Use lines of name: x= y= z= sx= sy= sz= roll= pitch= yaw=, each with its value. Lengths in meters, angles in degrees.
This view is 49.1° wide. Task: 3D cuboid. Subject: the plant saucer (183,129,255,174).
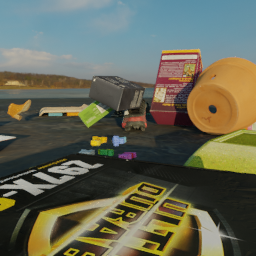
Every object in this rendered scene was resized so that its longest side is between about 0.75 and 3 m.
plant saucer: x=2.481 y=0.470 z=4.718 sx=2.462 sy=0.590 sz=2.459 roll=6 pitch=10 yaw=38

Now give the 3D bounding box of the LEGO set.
LEGO set: x=-0.491 y=0.399 z=5.720 sx=1.230 sy=0.469 sz=0.505 roll=1 pitch=8 yaw=16

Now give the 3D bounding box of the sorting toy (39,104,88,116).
sorting toy: x=-3.593 y=-0.946 z=15.732 sx=2.640 sy=0.482 sz=2.444 roll=-7 pitch=9 yaw=-15

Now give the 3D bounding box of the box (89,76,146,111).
box: x=-0.354 y=-1.165 z=9.146 sx=1.273 sy=0.760 sz=1.295 roll=27 pitch=22 yaw=29

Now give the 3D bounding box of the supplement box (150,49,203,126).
supplement box: x=1.959 y=-1.591 z=10.992 sx=1.543 sy=2.797 sz=1.198 roll=4 pitch=-23 yaw=23

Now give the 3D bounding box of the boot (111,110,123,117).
boot: x=-0.559 y=-0.963 z=14.511 sx=0.361 sy=0.743 sz=0.987 roll=5 pitch=9 yaw=33

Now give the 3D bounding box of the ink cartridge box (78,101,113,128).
ink cartridge box: x=-1.232 y=-0.703 z=10.960 sx=1.270 sy=0.651 sz=1.719 roll=-36 pitch=8 yaw=-3

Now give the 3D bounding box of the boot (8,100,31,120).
boot: x=-4.404 y=-0.852 z=11.263 sx=0.690 sy=0.963 sz=0.339 roll=32 pitch=-2 yaw=16

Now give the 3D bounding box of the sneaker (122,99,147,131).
sneaker: x=0.228 y=-0.521 z=9.866 sx=0.839 sy=1.160 sz=2.375 roll=2 pitch=9 yaw=1

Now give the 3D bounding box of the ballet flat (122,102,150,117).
ballet flat: x=0.432 y=-1.049 z=14.951 sx=0.789 sy=0.793 sz=2.320 roll=7 pitch=11 yaw=32

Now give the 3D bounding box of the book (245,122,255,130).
book: x=5.036 y=-0.107 z=9.608 sx=1.401 sy=0.504 sz=2.097 roll=-15 pitch=17 yaw=-43

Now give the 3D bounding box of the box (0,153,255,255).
box: x=-0.215 y=0.852 z=1.570 sx=2.355 sy=0.728 sz=2.949 roll=2 pitch=8 yaw=26

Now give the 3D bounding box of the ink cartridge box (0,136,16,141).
ink cartridge box: x=-3.520 y=0.396 z=6.280 sx=1.461 sy=0.318 sz=1.268 roll=4 pitch=8 yaw=25

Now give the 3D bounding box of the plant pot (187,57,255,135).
plant pot: x=3.005 y=-0.855 z=8.855 sx=2.429 sy=2.429 sz=1.700 roll=6 pitch=26 yaw=39
